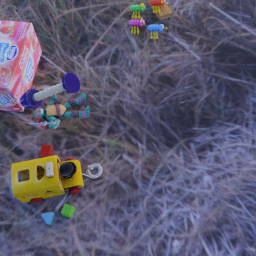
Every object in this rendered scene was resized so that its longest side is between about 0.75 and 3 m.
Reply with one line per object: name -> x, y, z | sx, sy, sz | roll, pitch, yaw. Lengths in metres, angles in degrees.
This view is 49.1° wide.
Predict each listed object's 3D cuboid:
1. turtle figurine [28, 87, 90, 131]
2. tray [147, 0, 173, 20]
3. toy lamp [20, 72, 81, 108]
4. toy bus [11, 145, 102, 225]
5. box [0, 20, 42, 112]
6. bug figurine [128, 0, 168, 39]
turtle figurine -> -2.229, -0.592, 8.851 | 1.899, 0.956, 1.422 | -9, 76, -21
tray -> 1.307, -4.964, 11.503 | 0.578, 0.217, 1.172 | -20, 64, -10
toy lamp -> -2.192, -0.946, 7.535 | 2.078, 0.605, 0.605 | -15, 55, 37
toy bus -> -2.113, 1.318, 7.762 | 2.040, 1.117, 2.162 | 29, 67, 14
box -> -3.968, -2.076, 9.353 | 1.308, 1.418, 2.764 | 5, 62, 2
bug figurine -> 0.783, -4.373, 10.894 | 1.524, 0.506, 1.965 | 0, 65, 11
